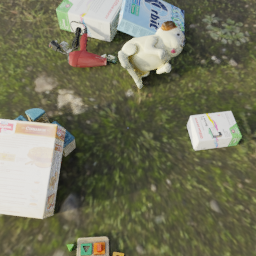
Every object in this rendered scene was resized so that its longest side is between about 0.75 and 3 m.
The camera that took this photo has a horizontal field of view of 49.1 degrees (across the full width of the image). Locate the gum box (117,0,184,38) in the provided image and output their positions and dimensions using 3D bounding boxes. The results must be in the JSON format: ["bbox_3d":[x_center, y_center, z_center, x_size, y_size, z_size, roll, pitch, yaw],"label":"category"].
[{"bbox_3d":[1.067,-4.704,12.100,2.839,0.632,2.412,18,55,-16],"label":"gum box"}]

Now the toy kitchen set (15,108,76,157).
[{"bbox_3d":[-3.254,0.516,8.761,2.008,1.477,2.507,37,65,22],"label":"toy kitchen set"}]

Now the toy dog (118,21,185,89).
[{"bbox_3d":[1.031,-2.919,10.600,2.346,1.637,2.274,-25,38,17],"label":"toy dog"}]

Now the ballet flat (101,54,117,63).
[{"bbox_3d":[-0.866,-2.960,11.763,0.825,0.306,0.306,10,57,6],"label":"ballet flat"}]

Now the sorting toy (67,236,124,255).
[{"bbox_3d":[-0.948,3.447,7.580,1.689,0.230,0.951,-3,57,-2],"label":"sorting toy"}]

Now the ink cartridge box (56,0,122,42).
[{"bbox_3d":[-1.615,-5.144,12.695,2.559,1.120,1.859,16,58,10],"label":"ink cartridge box"}]

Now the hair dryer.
[{"bbox_3d":[-1.862,-3.327,11.515,2.408,0.654,1.834,41,76,2],"label":"hair dryer"}]

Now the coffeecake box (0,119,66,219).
[{"bbox_3d":[-3.062,1.132,8.121,1.992,0.948,2.595,6,80,4],"label":"coffeecake box"}]

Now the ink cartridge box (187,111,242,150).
[{"bbox_3d":[2.899,0.086,9.551,1.487,0.624,1.077,-7,57,-4],"label":"ink cartridge box"}]
